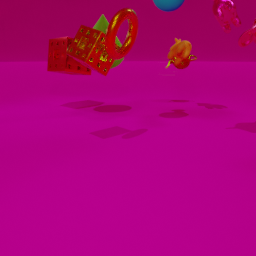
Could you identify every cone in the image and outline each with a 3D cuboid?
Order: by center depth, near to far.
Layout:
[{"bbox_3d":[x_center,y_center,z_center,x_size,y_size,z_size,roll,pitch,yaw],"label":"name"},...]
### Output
[{"bbox_3d":[-0.825,-3.011,9.068,1.574,1.574,1.580,-2,-29,-7],"label":"cone"}]

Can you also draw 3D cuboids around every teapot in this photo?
[{"bbox_3d":[2.195,-2.802,11.706,1.354,0.842,0.663,-11,55,11],"label":"teapot"}]

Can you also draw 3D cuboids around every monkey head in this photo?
[{"bbox_3d":[3.313,-2.477,6.316,1.700,1.223,1.024,-38,34,-10],"label":"monkey head"}]

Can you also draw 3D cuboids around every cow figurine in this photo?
[{"bbox_3d":[1.678,-2.506,8.847,0.582,1.043,1.060,37,-22,-13],"label":"cow figurine"},{"bbox_3d":[3.082,-4.076,9.282,0.830,1.488,1.512,-28,-39,23],"label":"cow figurine"}]

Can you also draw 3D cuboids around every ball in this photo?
[{"bbox_3d":[1.084,-3.550,7.370,0.910,0.910,0.910,0,15,0],"label":"ball"}]

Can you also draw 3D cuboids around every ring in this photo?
[{"bbox_3d":[-0.121,-1.966,5.908,0.216,1.080,1.080,28,25,21],"label":"ring"}]

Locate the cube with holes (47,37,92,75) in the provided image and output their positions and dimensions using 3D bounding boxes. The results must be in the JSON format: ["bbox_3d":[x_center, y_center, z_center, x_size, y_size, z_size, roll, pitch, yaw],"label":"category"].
[{"bbox_3d":[-2.233,-2.733,10.838,1.219,1.219,1.219,11,9,42],"label":"cube with holes"}]

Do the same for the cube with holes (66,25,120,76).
[{"bbox_3d":[-0.766,-1.730,6.276,0.726,0.726,0.726,31,3,36],"label":"cube with holes"}]
